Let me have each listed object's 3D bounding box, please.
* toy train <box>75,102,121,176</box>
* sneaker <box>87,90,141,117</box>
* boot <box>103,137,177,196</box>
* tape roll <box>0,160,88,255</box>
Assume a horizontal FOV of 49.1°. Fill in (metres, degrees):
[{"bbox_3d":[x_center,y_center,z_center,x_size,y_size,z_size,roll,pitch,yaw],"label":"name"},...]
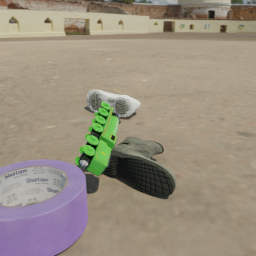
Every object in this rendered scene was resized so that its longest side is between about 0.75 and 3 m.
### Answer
[{"bbox_3d":[-0.517,0.138,5.688,0.615,0.455,2.180,30,29,-11],"label":"toy train"},{"bbox_3d":[-0.505,-0.861,9.927,2.123,0.827,1.055,19,17,29],"label":"sneaker"},{"bbox_3d":[0.372,0.623,5.950,2.071,0.701,1.353,15,28,39],"label":"boot"},{"bbox_3d":[-1.524,1.196,4.410,1.750,0.743,1.750,-1,18,0],"label":"tape roll"}]
